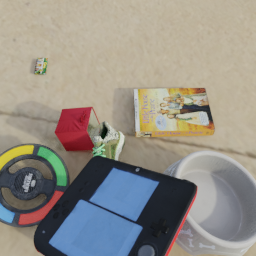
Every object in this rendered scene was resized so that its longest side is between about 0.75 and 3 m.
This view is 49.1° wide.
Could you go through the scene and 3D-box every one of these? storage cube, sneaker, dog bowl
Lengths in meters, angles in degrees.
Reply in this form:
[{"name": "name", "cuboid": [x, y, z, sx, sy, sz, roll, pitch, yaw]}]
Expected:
[{"name": "storage cube", "cuboid": [-1.420, 0.031, 8.107, 0.964, 1.072, 0.917, -4, 50, 13]}, {"name": "sneaker", "cuboid": [-0.730, 0.693, 7.518, 0.853, 0.983, 2.218, -18, 38, 23]}, {"name": "dog bowl", "cuboid": [2.074, 1.738, 6.774, 2.708, 0.794, 2.708, 9, 53, -13]}]

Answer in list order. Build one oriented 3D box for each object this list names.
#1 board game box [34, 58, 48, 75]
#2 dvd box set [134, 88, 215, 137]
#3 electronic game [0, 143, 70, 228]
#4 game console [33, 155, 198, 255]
[{"name": "board game box", "cuboid": [-3.181, -2.276, 10.294, 0.417, 0.093, 0.795, 1, 56, -8]}, {"name": "dvd box set", "cuboid": [1.400, -0.540, 8.964, 2.411, 0.354, 1.764, -1, 55, 0]}, {"name": "electronic game", "cuboid": [-2.640, 1.451, 7.334, 2.185, 0.455, 2.185, 2, 68, -5]}, {"name": "game console", "cuboid": [-0.330, 1.689, 5.377, 2.725, 0.423, 2.410, 11, 56, 37]}]
